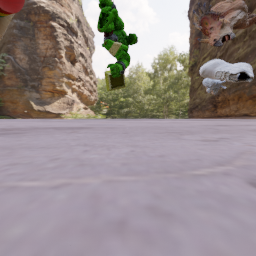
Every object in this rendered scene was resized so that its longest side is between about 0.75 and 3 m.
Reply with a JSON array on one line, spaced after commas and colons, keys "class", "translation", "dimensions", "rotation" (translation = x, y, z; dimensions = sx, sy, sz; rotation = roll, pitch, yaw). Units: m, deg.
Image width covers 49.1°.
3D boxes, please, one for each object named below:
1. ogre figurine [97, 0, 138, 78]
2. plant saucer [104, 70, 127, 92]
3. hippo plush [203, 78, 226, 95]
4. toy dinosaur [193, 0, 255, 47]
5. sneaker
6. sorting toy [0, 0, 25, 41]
[{"class": "ogre figurine", "translation": [-0.313, -2.329, 7.305], "dimensions": [0.970, 1.977, 1.185], "rotation": [-29, -2, 17]}, {"class": "plant saucer", "translation": [-0.474, -1.962, 11.446], "dimensions": [0.874, 0.872, 0.209], "rotation": [-17, 28, -17]}, {"class": "hippo plush", "translation": [3.247, -1.624, 10.795], "dimensions": [0.855, 0.681, 0.688], "rotation": [18, 15, 39]}, {"class": "toy dinosaur", "translation": [1.761, -2.056, 5.272], "dimensions": [1.299, 0.822, 1.916], "rotation": [-25, 10, 11]}, {"class": "sneaker", "translation": [3.298, -1.856, 9.305], "dimensions": [1.798, 0.670, 0.783], "rotation": [1, 33, 6]}, {"class": "sorting toy", "translation": [-3.671, -2.916, 5.848], "dimensions": [1.029, 2.938, 2.956], "rotation": [1, -25, 31]}]
